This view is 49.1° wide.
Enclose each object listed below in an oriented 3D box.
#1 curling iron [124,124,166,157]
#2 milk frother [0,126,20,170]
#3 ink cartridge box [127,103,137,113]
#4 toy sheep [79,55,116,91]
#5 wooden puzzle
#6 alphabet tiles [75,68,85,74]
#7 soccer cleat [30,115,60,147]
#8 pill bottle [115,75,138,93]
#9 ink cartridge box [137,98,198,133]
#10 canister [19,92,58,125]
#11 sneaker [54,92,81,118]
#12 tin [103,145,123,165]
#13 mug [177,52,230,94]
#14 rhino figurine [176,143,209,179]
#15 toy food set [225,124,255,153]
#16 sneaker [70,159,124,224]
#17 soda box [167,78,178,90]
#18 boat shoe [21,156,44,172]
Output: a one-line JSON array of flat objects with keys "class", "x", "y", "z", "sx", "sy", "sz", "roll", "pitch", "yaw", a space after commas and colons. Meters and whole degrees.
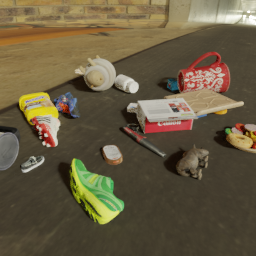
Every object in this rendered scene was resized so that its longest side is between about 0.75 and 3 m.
[{"class": "curling iron", "x": 0.611, "y": 0.407, "z": 10.537, "sx": 0.621, "sy": 0.320, "sz": 2.507, "roll": -14, "pitch": 30, "yaw": -27}, {"class": "milk frother", "x": -4.723, "y": 0.075, "z": 9.070, "sx": 1.952, "sy": 2.075, "sz": 1.873, "roll": 8, "pitch": 46, "yaw": 16}, {"class": "ink cartridge box", "x": 0.659, "y": -1.001, "z": 13.383, "sx": 1.157, "sy": 0.259, "sz": 1.020, "roll": 9, "pitch": 29, "yaw": 17}, {"class": "toy sheep", "x": -1.576, "y": -3.005, "z": 15.589, "sx": 1.957, "sy": 1.957, "sz": 2.839, "roll": 7, "pitch": 25, "yaw": 14}, {"class": "wooden puzzle", "x": 3.475, "y": -1.117, "z": 13.253, "sx": 2.624, "sy": 0.656, "sz": 2.833, "roll": -12, "pitch": 24, "yaw": -22}, {"class": "alphabet tiles", "x": -2.987, "y": -3.939, "z": 19.332, "sx": 1.320, "sy": 0.096, "sz": 1.291, "roll": 13, "pitch": 29, "yaw": 24}, {"class": "soccer cleat", "x": -3.029, "y": 0.007, "z": 10.837, "sx": 1.009, "sy": 0.813, "sz": 2.369, "roll": -20, "pitch": 28, "yaw": -26}, {"class": "pill bottle", "x": -0.066, "y": -2.428, "z": 15.584, "sx": 0.794, "sy": 0.794, "sz": 1.388, "roll": -18, "pitch": 32, "yaw": -31}, {"class": "ink cartridge box", "x": 1.555, "y": -0.427, "z": 11.498, "sx": 2.059, "sy": 0.863, "sz": 1.807, "roll": -4, "pitch": 32, "yaw": -10}, {"class": "canister", "x": -4.016, "y": -0.884, "z": 12.578, "sx": 1.375, "sy": 0.801, "sz": 1.852, "roll": -14, "pitch": 31, "yaw": -25}, {"class": "sneaker", "x": -2.793, "y": -0.960, "z": 12.815, "sx": 0.938, "sy": 0.901, "sz": 2.392, "roll": -18, "pitch": 22, "yaw": -18}, {"class": "tin", "x": -0.550, "y": 0.905, "z": 9.707, "sx": 0.594, "sy": 0.222, "sz": 1.061, "roll": -12, "pitch": 29, "yaw": -13}, {"class": "mug", "x": 3.995, "y": -2.865, "z": 15.214, "sx": 2.415, "sy": 2.144, "sz": 1.611, "roll": -7, "pitch": 1, "yaw": -5}, {"class": "rhino figurine", "x": 2.160, "y": 1.011, "z": 9.101, "sx": 0.827, "sy": 0.566, "sz": 1.892, "roll": 14, "pitch": 28, "yaw": 24}, {"class": "toy food set", "x": 4.609, "y": 0.342, "z": 10.521, "sx": 1.844, "sy": 0.449, "sz": 1.826, "roll": 7, "pitch": 28, "yaw": 15}, {"class": "sneaker", "x": -0.924, "y": 1.658, "z": 7.658, "sx": 0.962, "sy": 0.853, "sz": 2.302, "roll": -12, "pitch": 37, "yaw": -32}, {"class": "soda box", "x": 3.125, "y": -2.602, "z": 16.193, "sx": 1.622, "sy": 0.550, "sz": 0.520, "roll": -10, "pitch": 29, "yaw": -18}, {"class": "boat shoe", "x": -3.129, "y": 1.099, "z": 9.192, "sx": 0.331, "sy": 0.306, "sz": 0.897, "roll": 18, "pitch": 32, "yaw": 31}]
